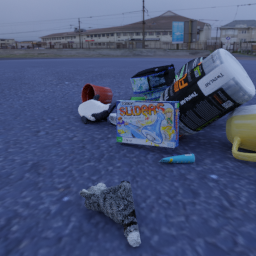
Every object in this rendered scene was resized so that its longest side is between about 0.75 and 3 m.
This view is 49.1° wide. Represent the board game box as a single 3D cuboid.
[{"bbox_3d":[0.575,-0.170,8.767,2.034,1.377,0.350,4,9,30],"label":"board game box"}]

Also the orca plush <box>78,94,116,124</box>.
[{"bbox_3d":[-1.072,-0.693,11.611,2.514,1.322,0.894,-15,-37,43],"label":"orca plush"}]

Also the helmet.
[{"bbox_3d":[3.016,-1.551,11.490,2.649,2.649,2.526,2,16,5],"label":"helmet"}]

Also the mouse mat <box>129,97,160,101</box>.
[{"bbox_3d":[1.465,-1.467,15.394,2.804,0.106,2.256,2,18,5],"label":"mouse mat"}]

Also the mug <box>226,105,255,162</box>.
[{"bbox_3d":[3.880,0.012,8.446,1.713,1.671,2.086,4,7,37],"label":"mug"}]

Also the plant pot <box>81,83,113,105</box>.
[{"bbox_3d":[-1.515,-1.605,14.206,1.219,1.253,1.253,-4,16,-41],"label":"plant pot"}]

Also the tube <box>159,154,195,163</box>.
[{"bbox_3d":[1.375,0.873,7.850,0.968,0.244,0.375,-3,-22,-7],"label":"tube"}]

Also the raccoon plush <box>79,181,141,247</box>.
[{"bbox_3d":[-0.383,1.527,5.218,1.018,0.735,1.520,-9,19,-3],"label":"raccoon plush"}]

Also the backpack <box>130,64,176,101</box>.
[{"bbox_3d":[1.381,-2.400,15.245,2.308,1.696,2.112,-7,15,21],"label":"backpack"}]

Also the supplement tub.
[{"bbox_3d":[2.315,-0.962,9.083,2.972,1.821,1.821,-37,-5,33],"label":"supplement tub"}]

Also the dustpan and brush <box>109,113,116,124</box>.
[{"bbox_3d":[-0.226,-0.258,11.241,1.132,0.464,1.622,-1,11,0],"label":"dustpan and brush"}]
